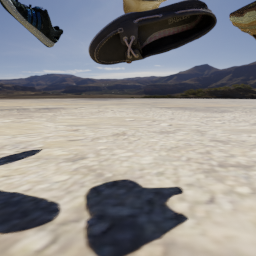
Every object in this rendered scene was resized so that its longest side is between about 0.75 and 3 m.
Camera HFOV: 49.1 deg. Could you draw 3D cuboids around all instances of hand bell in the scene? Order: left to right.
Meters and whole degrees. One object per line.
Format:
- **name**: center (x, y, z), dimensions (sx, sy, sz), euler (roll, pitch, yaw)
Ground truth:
- **hand bell**: center (0.195, -2.270, 6.221), dimensions (1.304, 1.304, 2.504), euler (-1, -25, -8)

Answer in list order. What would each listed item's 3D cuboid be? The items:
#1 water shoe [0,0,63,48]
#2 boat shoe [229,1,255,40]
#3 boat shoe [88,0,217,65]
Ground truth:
- **water shoe**: center (-3.058, -3.603, 8.991), dimensions (0.823, 0.909, 2.303), euler (42, 1, 35)
- **boat shoe**: center (2.384, -1.935, 5.191), dimensions (0.701, 0.745, 1.956), euler (-25, 15, 19)
- **boat shoe**: center (0.412, -1.542, 4.568), dimensions (2.166, 0.724, 0.617), euler (-23, 41, -7)
